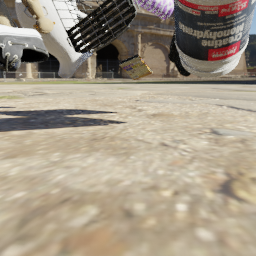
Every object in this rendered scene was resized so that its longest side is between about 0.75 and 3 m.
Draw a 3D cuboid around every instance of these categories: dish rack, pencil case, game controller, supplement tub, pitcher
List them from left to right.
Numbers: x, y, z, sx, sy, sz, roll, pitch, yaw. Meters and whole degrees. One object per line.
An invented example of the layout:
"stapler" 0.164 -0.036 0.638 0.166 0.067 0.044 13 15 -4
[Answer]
"pitcher" -2.010 -3.306 9.004 2.328 2.714 1.645 -42 45 -9
"dish rack" -0.770 -2.766 5.430 1.843 2.402 0.655 -22 3 35
"pencil case" 0.775 -4.590 9.909 1.889 0.808 0.793 20 17 -25
"game controller" 2.007 -3.034 9.089 0.594 2.819 1.471 -18 59 -20
"supplement tub" 2.046 -2.680 6.777 1.841 1.841 2.624 3 -30 14

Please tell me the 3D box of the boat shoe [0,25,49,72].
"boat shoe" -1.559 -0.968 3.642 0.520 0.492 1.486 -33 4 23

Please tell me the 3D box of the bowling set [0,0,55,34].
"bowling set" -2.375 -1.603 4.926 1.406 1.085 2.021 -26 6 46

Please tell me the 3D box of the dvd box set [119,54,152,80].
"dvd box set" 0.257 -1.895 8.813 0.690 0.139 0.943 -17 -31 27
